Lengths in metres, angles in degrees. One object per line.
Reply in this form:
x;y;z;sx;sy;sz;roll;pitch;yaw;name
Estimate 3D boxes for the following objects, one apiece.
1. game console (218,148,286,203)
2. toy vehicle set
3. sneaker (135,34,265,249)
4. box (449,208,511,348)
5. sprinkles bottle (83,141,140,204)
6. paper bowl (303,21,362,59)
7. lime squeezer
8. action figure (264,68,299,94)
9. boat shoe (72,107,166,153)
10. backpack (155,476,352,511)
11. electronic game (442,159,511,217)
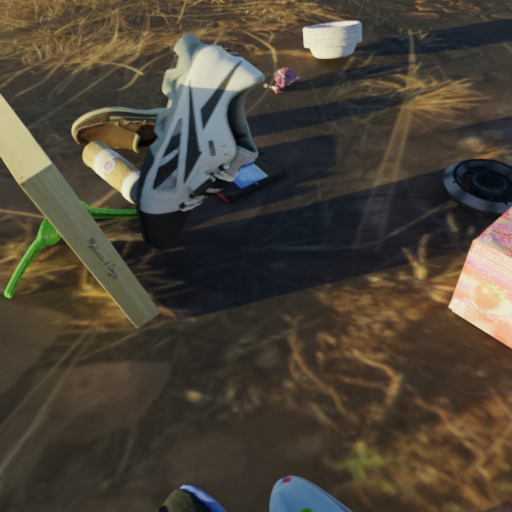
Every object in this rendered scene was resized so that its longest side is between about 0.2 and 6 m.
-0.372;-1.744;11.402;1.535;0.238;1.357;-29;51;-27;game console
-2.558;-0.504;7.866;0.430;3.242;2.014;-36;53;-11;toy vehicle set
-0.841;-1.437;8.731;1.542;3.483;1.291;24;29;9;sneaker
4.646;0.719;7.870;1.638;1.511;3.193;-33;52;-30;box
-2.423;-1.472;9.773;0.527;0.527;1.545;-32;51;-29;sprinkles bottle
2.060;-5.809;15.092;1.552;0.807;1.552;-5;27;3;paper bowl
-3.320;-0.370;9.889;2.960;0.558;1.045;-36;85;-33;lime squeezer
0.630;-4.332;14.098;0.577;0.642;0.862;-23;40;45;action figure
-2.667;-2.638;11.906;2.379;0.879;0.880;-12;51;-12;boat shoe
0.355;3.588;3.454;2.746;3.420;3.737;-26;47;-30;backpack
4.502;-1.347;10.880;1.731;0.360;1.731;0;44;0;electronic game
